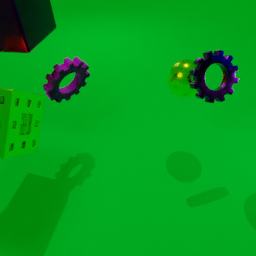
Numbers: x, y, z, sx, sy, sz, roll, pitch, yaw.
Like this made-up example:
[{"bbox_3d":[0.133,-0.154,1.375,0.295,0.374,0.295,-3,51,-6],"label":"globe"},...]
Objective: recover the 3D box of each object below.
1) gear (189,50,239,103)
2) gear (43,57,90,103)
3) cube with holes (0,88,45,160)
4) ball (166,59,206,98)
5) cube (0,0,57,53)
[{"bbox_3d":[1.937,-1.148,6.297,1.152,1.152,0.213,-14,14,-14],"label":"gear"},{"bbox_3d":[-1.525,-1.195,7.050,1.247,1.247,0.231,-33,67,-30],"label":"gear"},{"bbox_3d":[-2.574,-0.169,5.549,1.232,1.232,1.232,9,3,9],"label":"cube with holes"},{"bbox_3d":[1.483,-1.257,7.180,0.989,0.989,0.989,0,44,0],"label":"ball"},{"bbox_3d":[-2.430,-2.403,5.609,1.317,1.317,1.317,6,42,13],"label":"cube"}]
